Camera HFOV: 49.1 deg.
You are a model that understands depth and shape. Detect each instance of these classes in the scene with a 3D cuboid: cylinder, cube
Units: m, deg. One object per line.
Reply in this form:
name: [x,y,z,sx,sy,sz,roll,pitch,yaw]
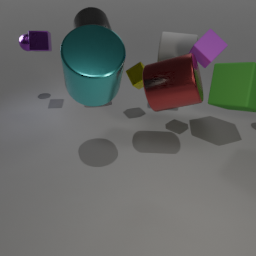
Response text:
cylinder: [1.958,-3.025,11.105,1.400,1.400,1.400,9,31,8]
cube: [-3.298,-3.260,10.543,0.700,0.700,0.700,-1,13,-5]
cylinder: [1.302,-1.269,7.969,1.400,1.400,1.400,-10,25,22]
cylinder: [-0.820,-1.417,6.603,1.400,1.400,1.400,3,69,-7]
cube: [0.453,-2.016,10.870,0.700,0.700,0.700,-29,-14,17]
cube: [3.744,-1.337,9.385,1.400,1.400,1.400,7,3,-42]
cube: [2.343,-2.324,8.252,0.700,0.700,0.700,-45,-2,-2]
cylinder: [-1.323,-3.650,10.742,1.400,1.400,1.400,-7,49,-12]

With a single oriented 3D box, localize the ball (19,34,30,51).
ball: [-4.161,-3.547,11.634,0.700,0.700,0.700,0,30,0]
